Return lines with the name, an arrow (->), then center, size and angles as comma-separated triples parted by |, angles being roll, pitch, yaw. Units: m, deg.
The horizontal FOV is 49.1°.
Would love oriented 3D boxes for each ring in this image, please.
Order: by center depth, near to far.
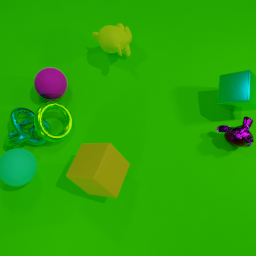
ring -> -2.116, -0.193, 8.050 | 1.200, 0.240, 1.200 | 8, 78, -41

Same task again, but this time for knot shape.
knot shape -> -2.964, -0.068, 8.143 | 1.329, 0.614, 1.244 | -14, 66, -12

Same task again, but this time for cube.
cube -> -0.742, 1.068, 7.153 | 1.002, 1.002, 1.002 | -3, 51, 37
cube -> 3.252, -1.045, 8.161 | 0.907, 0.907, 0.907 | -3, 75, 45

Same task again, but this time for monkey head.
monkey head -> 3.175, 0.109, 7.951 | 1.166, 0.703, 0.839 | 25, 80, -7
monkey head -> -0.412, -2.709, 9.015 | 0.995, 1.188, 1.651 | -35, 50, -16

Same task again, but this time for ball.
ball -> -2.886, 1.023, 7.318 | 0.976, 0.976, 0.976 | 0, 65, 0
ball -> -2.355, -1.350, 8.558 | 0.978, 0.978, 0.978 | 0, 65, 0
